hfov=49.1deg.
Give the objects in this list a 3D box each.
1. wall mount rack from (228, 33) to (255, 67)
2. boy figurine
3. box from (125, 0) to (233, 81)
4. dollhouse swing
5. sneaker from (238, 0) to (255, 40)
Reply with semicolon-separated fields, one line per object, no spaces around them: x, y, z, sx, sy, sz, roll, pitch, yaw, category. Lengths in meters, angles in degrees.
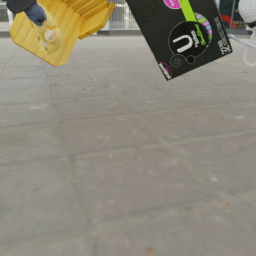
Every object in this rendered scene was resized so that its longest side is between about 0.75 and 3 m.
4.016;-2.912;7.723;0.983;2.638;2.292;10;25;-30;wall mount rack
-1.965;-2.309;6.051;0.685;1.321;2.125;-40;-9;-5;boy figurine
1.505;-3.339;8.330;2.151;2.896;1.800;-22;28;22;box
-1.976;-3.189;8.182;2.263;1.989;2.056;29;-22;-38;dollhouse swing
3.273;-2.501;5.988;1.099;1.681;2.925;-9;36;44;sneaker
